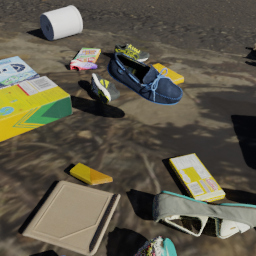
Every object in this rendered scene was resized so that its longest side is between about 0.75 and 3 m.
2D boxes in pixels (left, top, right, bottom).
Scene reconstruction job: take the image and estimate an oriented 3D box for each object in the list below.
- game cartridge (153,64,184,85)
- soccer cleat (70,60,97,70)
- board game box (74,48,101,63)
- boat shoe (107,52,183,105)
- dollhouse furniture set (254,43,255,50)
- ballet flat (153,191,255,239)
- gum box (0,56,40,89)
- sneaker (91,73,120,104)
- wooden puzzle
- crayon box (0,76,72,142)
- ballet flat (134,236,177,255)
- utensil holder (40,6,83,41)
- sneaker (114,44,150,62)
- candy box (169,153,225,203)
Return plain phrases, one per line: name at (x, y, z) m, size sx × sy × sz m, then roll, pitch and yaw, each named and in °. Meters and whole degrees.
game cartridge at (0.951, -1.868, 10.583) m, size 1.746 × 0.283 × 1.539 m, roll -23°, pitch 42°, yaw -25°
soccer cleat at (-1.803, -2.492, 11.403) m, size 1.095 × 0.373 × 0.401 m, roll 7°, pitch 65°, yaw -3°
board game box at (-1.777, -3.166, 12.369) m, size 0.844 × 0.265 × 1.766 m, roll 5°, pitch 34°, yaw 5°
boat shoe at (0.434, -1.172, 6.835) m, size 2.013 × 0.691 × 0.847 m, roll 20°, pitch 60°, yaw -4°
dollhouse furniture set at (6.559, -2.907, 11.852) m, size 2.740 × 1.338 × 2.337 m, roll 0°, pitch 27°, yaw 42°
ballet flat at (1.587, 1.758, 5.401) m, size 2.262 × 0.762 × 0.720 m, roll 7°, pitch 64°, yaw 11°
gum box at (-4.572, -1.893, 10.395) m, size 1.874 × 0.491 × 2.206 m, roll -25°, pitch 43°, yaw -29°
sneaker at (-0.810, -1.379, 9.726) m, size 0.667 × 0.587 × 1.576 m, roll -12°, pitch 46°, yaw -25°
wooden puzzle at (-1.073, 1.743, 5.660) m, size 1.681 × 0.291 × 2.491 m, roll 12°, pitch 37°, yaw 22°
crayon box at (-3.359, -0.602, 8.438) m, size 2.816 × 0.715 × 1.788 m, roll -24°, pitch 43°, yaw -30°
ballet flat at (0.535, 2.726, 4.024) m, size 0.759 × 0.899 × 2.376 m, roll -28°, pitch 30°, yaw 12°
utensil holder at (-3.425, -5.340, 14.345) m, size 1.686 × 1.433 × 1.433 m, roll -31°, pitch 46°, yaw -31°
sneaker at (0.136, -3.268, 12.111) m, size 1.601 × 0.677 × 0.596 m, roll 5°, pitch 37°, yaw 6°
candy box at (1.557, 1.145, 6.516) m, size 0.708 × 0.183 × 1.385 m, roll -8°, pitch 37°, yaw -16°
